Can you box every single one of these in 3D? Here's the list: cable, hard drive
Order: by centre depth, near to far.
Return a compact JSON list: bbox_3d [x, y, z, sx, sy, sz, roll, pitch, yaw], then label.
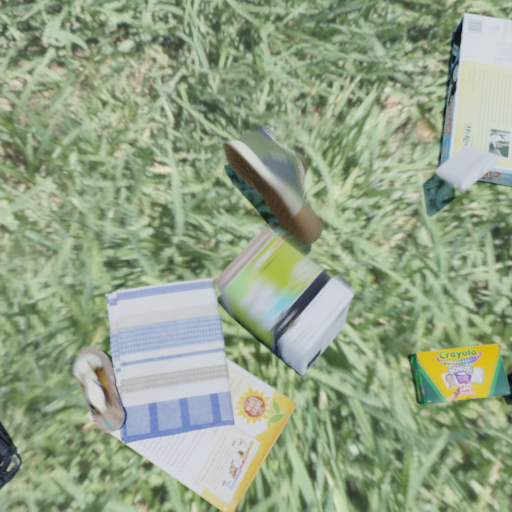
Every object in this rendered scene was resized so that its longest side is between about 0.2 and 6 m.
[{"bbox_3d":[-4.817,3.378,8.859,1.845,0.469,1.505,-40,77,-10],"label":"cable"},{"bbox_3d":[3.489,-1.492,9.316,0.711,1.078,0.142,-40,107,10],"label":"hard drive"}]

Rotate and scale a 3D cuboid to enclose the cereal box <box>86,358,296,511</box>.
[{"bbox_3d":[-1.023,2.502,9.061,2.766,0.547,1.990,32,74,10],"label":"cereal box"}]

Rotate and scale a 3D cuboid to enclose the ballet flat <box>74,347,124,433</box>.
[{"bbox_3d":[-2.431,1.899,8.496,0.563,0.556,1.654,-35,50,-8],"label":"ballet flat"}]

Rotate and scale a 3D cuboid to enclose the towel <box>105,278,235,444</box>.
[{"bbox_3d":[-1.399,1.603,8.994,1.826,0.296,2.486,-9,69,-6],"label":"towel"}]

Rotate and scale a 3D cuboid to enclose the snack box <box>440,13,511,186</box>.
[{"bbox_3d":[4.656,-2.967,10.648,1.895,0.605,3.262,11,74,3],"label":"snack box"}]

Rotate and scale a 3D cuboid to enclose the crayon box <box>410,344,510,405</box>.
[{"bbox_3d":[3.360,1.963,9.296,1.414,0.412,0.840,-6,74,-2],"label":"crayon box"}]

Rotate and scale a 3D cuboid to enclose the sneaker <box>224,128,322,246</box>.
[{"bbox_3d":[0.545,-1.323,9.521,1.054,0.788,2.349,-33,70,-21],"label":"sneaker"}]

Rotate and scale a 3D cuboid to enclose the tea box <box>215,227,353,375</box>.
[{"bbox_3d":[0.442,0.764,8.843,1.744,1.772,1.184,37,75,16],"label":"tea box"}]
